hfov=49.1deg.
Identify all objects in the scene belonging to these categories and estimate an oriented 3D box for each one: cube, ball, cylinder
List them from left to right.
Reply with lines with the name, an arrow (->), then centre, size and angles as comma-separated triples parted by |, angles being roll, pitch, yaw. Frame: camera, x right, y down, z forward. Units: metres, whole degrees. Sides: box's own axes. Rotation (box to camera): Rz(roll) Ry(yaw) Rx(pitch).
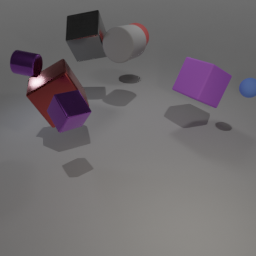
cylinder -> -3.000, -1.901, 8.304 | 0.700, 0.700, 0.700 | 12, 32, 4
cube -> -2.280, -1.151, 9.155 | 1.400, 1.400, 1.400 | -30, 34, 3
cube -> -1.453, -0.412, 6.887 | 0.700, 0.700, 0.700 | -20, 71, -41
cube -> -1.730, -3.897, 11.957 | 1.400, 1.400, 1.400 | -8, 64, 8
cylinder -> -0.122, -3.506, 11.608 | 1.400, 1.400, 1.400 | 13, 27, 21
ball -> 0.372, -4.627, 14.313 | 1.400, 1.400, 1.400 | 0, 31, 0
cube -> 2.900, -1.786, 11.041 | 1.400, 1.400, 1.400 | 14, 14, -41
ball -> 4.310, -1.421, 9.918 | 0.700, 0.700, 0.700 | 0, 31, 0
